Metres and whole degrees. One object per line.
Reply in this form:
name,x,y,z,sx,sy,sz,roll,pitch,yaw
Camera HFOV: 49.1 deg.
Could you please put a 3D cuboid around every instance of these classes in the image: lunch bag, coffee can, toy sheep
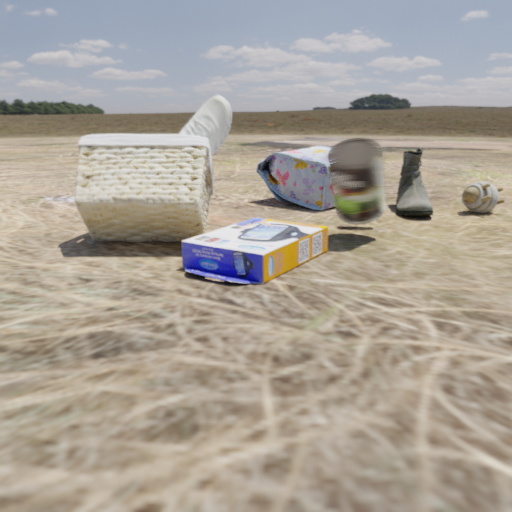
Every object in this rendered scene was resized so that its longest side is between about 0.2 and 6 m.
lunch bag,1.430,-2.050,14.296,2.277,1.448,1.931,25,29,36
coffee can,1.828,-1.332,10.066,0.926,1.265,0.926,-9,44,9
toy sheep,5.225,-1.340,12.933,1.186,0.817,0.817,13,6,-34

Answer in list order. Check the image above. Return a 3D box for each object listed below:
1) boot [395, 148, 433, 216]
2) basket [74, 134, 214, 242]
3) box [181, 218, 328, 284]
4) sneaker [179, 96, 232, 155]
boot,3.620,-1.743,12.990,0.759,1.464,2.242,1,15,5
basket,-1.953,-1.141,9.974,2.293,1.414,1.554,1,-27,0
box,-0.027,-0.126,8.872,1.468,0.512,2.467,9,16,30
sneaker,-1.126,-2.041,10.110,0.722,1.922,0.779,37,9,15
